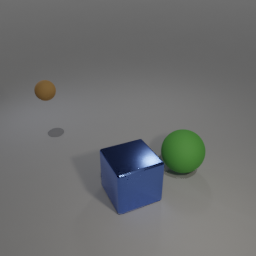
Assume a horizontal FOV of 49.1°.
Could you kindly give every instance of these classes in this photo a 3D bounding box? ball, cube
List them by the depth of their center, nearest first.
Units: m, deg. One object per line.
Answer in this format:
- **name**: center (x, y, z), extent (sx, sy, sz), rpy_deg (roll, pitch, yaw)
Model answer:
- **cube**: center (0.083, 1.369, 8.186), extent (1.400, 1.400, 1.400), rpy_deg (-13, 33, -22)
- **ball**: center (1.766, 0.742, 9.000), extent (1.400, 1.400, 1.400), rpy_deg (0, 30, 0)
- **ball**: center (-2.798, -1.269, 9.468), extent (0.700, 0.700, 0.700), rpy_deg (0, 30, 0)
